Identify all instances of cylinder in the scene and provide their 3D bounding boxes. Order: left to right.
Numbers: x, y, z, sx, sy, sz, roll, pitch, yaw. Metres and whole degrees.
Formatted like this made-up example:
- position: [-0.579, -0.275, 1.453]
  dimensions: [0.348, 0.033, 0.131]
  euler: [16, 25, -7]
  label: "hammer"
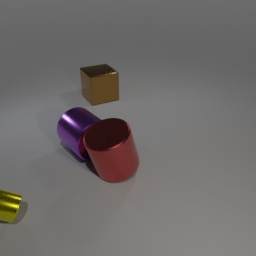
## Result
- position: [-3.094, 1.901, 6.931]
  dimensions: [0.700, 0.700, 0.700]
  euler: [23, 24, -23]
  label: "cylinder"
- position: [-1.463, 0.174, 9.450]
  dimensions: [1.400, 1.400, 1.400]
  euler: [-22, 37, -32]
  label: "cylinder"
- position: [-0.463, 0.655, 8.382]
  dimensions: [1.400, 1.400, 1.400]
  euler: [-10, 40, 8]
  label: "cylinder"

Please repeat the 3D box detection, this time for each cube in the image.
- position: [-1.338, -2.078, 13.213]
  dimensions: [1.400, 1.400, 1.400]
  euler: [-15, 34, -23]
  label: "cube"
